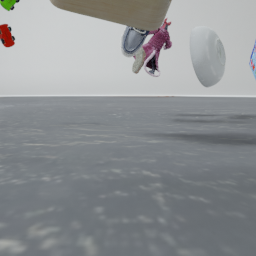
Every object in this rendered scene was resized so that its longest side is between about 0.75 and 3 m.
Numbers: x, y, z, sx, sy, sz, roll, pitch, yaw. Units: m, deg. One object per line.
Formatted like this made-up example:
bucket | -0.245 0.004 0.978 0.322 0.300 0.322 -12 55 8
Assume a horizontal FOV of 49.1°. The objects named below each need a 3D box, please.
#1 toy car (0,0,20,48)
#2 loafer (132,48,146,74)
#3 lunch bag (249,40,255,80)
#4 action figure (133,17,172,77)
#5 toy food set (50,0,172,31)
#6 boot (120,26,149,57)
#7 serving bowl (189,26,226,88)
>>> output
toy car | -3.665 -3.370 8.067 0.360 1.517 1.612 24 -12 41
loafer | 0.440 -2.297 9.719 0.411 1.143 0.359 -18 -42 40
lunch bag | 3.168 -1.764 6.068 0.753 1.601 1.205 -8 45 13
action figure | 1.026 -3.342 11.098 1.462 2.183 1.625 24 21 -13
toy food set | -0.289 -3.221 5.634 2.797 0.845 2.007 10 -28 -8
boot | 0.392 -3.264 8.634 0.777 2.136 0.965 24 -1 -6
serving bowl | 3.124 -2.728 10.491 0.762 2.316 2.316 -9 1 37
